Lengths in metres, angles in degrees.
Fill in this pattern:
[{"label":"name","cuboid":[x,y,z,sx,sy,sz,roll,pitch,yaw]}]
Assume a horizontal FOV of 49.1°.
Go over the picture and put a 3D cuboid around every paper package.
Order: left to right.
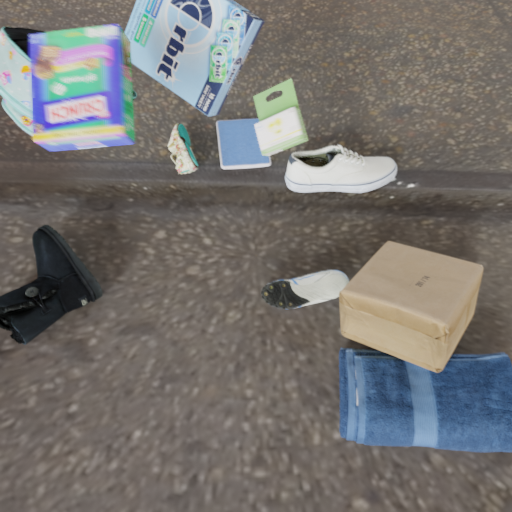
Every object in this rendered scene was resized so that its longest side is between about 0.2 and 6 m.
[{"label":"paper package","cuboid":[2.481,0.726,8.975,1.775,0.964,1.863,19,38,30]}]

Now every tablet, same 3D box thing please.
[{"label":"tablet","cuboid":[-0.308,-2.598,12.887,1.128,0.118,1.733,-5,50,-5]}]

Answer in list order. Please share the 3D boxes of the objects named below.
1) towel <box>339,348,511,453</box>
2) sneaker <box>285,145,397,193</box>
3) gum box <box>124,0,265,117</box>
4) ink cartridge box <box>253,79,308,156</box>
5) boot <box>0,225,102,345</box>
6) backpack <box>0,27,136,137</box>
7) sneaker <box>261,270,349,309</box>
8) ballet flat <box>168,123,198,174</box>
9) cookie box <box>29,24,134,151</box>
[{"label":"towel","cuboid":[2.584,2.136,8.403,2.686,0.652,1.500,3,50,2]},{"label":"sneaker","cuboid":[1.820,-1.857,11.745,2.420,0.857,0.884,-8,49,-7]},{"label":"gum box","cuboid":[-1.122,-3.571,9.171,2.017,1.714,0.449,37,28,8]},{"label":"ink cartridge box","cuboid":[0.352,-2.339,9.448,0.808,0.266,1.110,-17,87,29]},{"label":"boot","cuboid":[-3.911,0.454,9.781,1.680,0.764,1.999,-32,62,-29]},{"label":"backpack","cuboid":[-3.444,-2.873,9.544,1.852,2.106,1.615,47,108,19]},{"label":"sneaker","cuboid":[0.867,0.600,9.909,1.556,0.564,0.559,-9,90,5]},{"label":"ballet flat","cuboid":[-1.704,-2.387,12.458,0.508,0.601,1.590,-29,46,10]},{"label":"cookie box","cuboid":[-2.105,-2.017,6.814,1.142,0.502,1.335,-4,86,6]}]
